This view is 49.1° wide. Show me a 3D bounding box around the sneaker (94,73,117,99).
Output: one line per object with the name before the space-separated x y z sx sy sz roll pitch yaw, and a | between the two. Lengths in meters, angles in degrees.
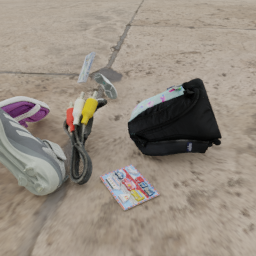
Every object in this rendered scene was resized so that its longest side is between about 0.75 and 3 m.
sneaker | -0.702 -1.475 9.888 1.137 0.400 0.455 53 18 14

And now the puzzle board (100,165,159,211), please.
puzzle board | 0.010 1.258 6.191 0.873 0.101 1.158 -16 35 -26

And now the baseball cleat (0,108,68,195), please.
baseball cleat | -2.419 0.337 6.198 2.654 0.926 1.413 50 18 3

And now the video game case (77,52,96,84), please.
video game case | -1.562 -2.216 10.429 0.136 1.124 1.233 18 0 -22

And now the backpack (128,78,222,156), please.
backpack | 1.073 -0.166 7.072 2.129 1.777 1.348 -19 14 18

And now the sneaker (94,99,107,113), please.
sneaker | -0.985 -0.590 8.142 0.877 0.291 0.397 -17 39 -12

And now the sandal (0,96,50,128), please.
sandal | -2.778 -0.339 7.544 0.603 0.998 2.454 48 17 8

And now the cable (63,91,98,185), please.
cable | -1.317 0.210 6.875 1.234 0.639 2.541 -21 44 27
